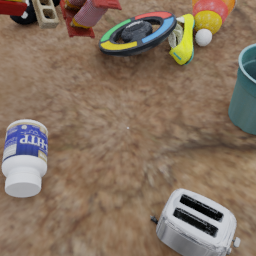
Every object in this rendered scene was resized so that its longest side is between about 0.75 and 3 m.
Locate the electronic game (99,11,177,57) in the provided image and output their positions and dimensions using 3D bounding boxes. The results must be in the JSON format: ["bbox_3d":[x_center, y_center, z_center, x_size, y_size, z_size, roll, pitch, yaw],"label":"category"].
[{"bbox_3d":[0.271,-2.965,8.667,2.515,0.523,2.515,-15,38,12],"label":"electronic game"}]

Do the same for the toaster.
[{"bbox_3d":[1.167,1.748,5.066,1.579,1.020,0.897,25,55,19],"label":"toaster"}]

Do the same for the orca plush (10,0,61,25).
[{"bbox_3d":[-2.889,-4.373,10.261,1.434,0.969,2.725,-13,27,51],"label":"orca plush"}]

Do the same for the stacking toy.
[{"bbox_3d":[2.646,-3.636,9.372,1.547,1.547,2.117,17,71,13],"label":"stacking toy"}]

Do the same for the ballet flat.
[{"bbox_3d":[1.648,-3.013,8.908,0.801,0.798,2.389,24,52,-21],"label":"ballet flat"}]

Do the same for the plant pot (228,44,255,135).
[{"bbox_3d":[3.259,-0.815,6.680,1.720,1.685,1.720,0,50,0],"label":"plant pot"}]

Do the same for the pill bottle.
[{"bbox_3d":[-2.196,0.651,6.012,0.900,0.900,1.503,-7,53,-6],"label":"pill bottle"}]

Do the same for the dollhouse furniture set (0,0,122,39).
[{"bbox_3d":[-1.623,-2.848,6.363,2.549,1.372,1.037,-14,83,-38],"label":"dollhouse furniture set"}]
